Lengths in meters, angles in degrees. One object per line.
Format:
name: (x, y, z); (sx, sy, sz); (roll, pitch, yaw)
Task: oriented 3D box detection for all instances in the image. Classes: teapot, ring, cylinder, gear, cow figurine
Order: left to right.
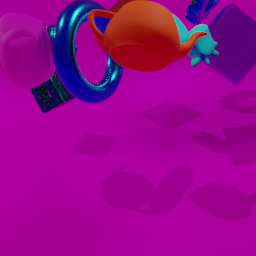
teapot: (-1.568, -1.249, 4.604); (0.935, 1.188, 1.911); (-9, 0, -7)
teapot: (-2.235, -2.831, 9.244); (1.683, 0.824, 1.046); (34, 8, 7)
ring: (-0.581, -1.228, 4.613); (0.331, 1.653, 1.653); (4, 30, 32)
cylinder: (-0.041, -2.683, 7.560); (1.331, 1.331, 1.331); (25, 63, 33)
teapot: (0.290, -1.368, 4.109); (1.801, 0.882, 1.120); (12, -12, -6)
cow figurine: (1.125, -1.741, 5.990); (1.428, 1.451, 0.797); (44, 71, 4)
gear: (2.354, -3.823, 7.896); (0.344, 1.860, 1.860); (41, 44, 10)

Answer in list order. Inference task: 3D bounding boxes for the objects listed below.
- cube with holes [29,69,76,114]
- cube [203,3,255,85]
cube with holes: (-1.736, -0.916, 6.741); (0.763, 0.763, 0.763); (-23, 8, 34)
cube: (2.283, -1.869, 6.340); (1.208, 1.208, 1.208); (36, 19, -4)
